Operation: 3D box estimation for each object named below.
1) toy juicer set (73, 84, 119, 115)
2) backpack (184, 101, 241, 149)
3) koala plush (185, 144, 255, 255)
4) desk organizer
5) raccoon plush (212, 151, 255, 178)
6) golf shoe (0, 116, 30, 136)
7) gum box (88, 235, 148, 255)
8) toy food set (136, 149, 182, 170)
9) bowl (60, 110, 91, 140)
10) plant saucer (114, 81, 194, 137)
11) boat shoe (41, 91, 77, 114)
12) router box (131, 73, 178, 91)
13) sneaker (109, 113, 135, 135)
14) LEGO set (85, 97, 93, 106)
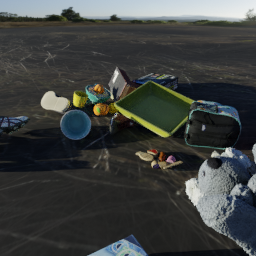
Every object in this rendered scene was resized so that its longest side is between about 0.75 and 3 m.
[{"bbox_3d":[-1.061,-1.453,12.733,1.865,0.798,2.932,26,28,9],"label":"toy juicer set"},{"bbox_3d":[2.929,-0.110,9.625,1.746,1.535,1.339,12,31,14],"label":"backpack"},{"bbox_3d":[2.388,1.380,6.247,2.103,2.179,2.372,-43,23,-5],"label":"koala plush"},{"bbox_3d":[-0.066,-1.914,13.511,1.146,1.068,2.978,21,20,-19],"label":"desk organizer"},{"bbox_3d":[3.221,1.288,7.967,1.948,0.942,1.305,21,2,-24],"label":"raccoon plush"},{"bbox_3d":[-4.498,-0.183,10.176,0.779,0.888,2.017,-33,-2,38],"label":"golf shoe"},{"bbox_3d":[-0.461,3.012,4.225,2.545,0.567,2.162,-14,29,-27],"label":"gum box"},{"bbox_3d":[0.995,1.008,8.839,0.925,0.229,1.455,-14,21,-27],"label":"toy food set"},{"bbox_3d":[-1.931,-0.150,10.423,1.094,1.094,0.572,-4,8,-8],"label":"bowl"},{"bbox_3d":[1.188,-0.695,11.085,2.581,0.618,2.577,29,44,24],"label":"plant saucer"},{"bbox_3d":[-3.187,-1.053,12.810,2.408,0.875,0.755,21,-11,46],"label":"boat shoe"},{"bbox_3d":[1.440,-2.316,15.106,1.728,0.716,2.306,16,30,30],"label":"router box"},{"bbox_3d":[-0.180,-0.182,10.872,0.900,0.590,1.558,7,26,7],"label":"sneaker"},{"bbox_3d":[-1.993,-1.217,13.351,1.597,0.453,1.037,-17,26,-5],"label":"LEGO set"}]
